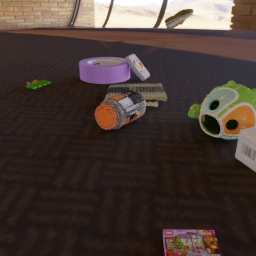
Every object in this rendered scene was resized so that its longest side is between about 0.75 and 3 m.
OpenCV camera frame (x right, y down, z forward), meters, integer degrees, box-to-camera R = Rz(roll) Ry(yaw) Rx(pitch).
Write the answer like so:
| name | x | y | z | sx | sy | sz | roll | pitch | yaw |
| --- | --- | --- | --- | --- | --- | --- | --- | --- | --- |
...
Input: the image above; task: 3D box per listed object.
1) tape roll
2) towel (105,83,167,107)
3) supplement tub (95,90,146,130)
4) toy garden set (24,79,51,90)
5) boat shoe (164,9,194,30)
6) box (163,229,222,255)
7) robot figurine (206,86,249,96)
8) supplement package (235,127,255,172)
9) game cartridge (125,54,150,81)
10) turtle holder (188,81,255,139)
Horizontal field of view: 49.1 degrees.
| name | x | y | z | sx | sy | sz | roll | pitch | yaw |
| --- | --- | --- | --- | --- | --- | --- | --- | --- | --- |
| tape roll | -1.360 | -3.451 | 16.519 | 2.962 | 0.972 | 2.962 | -1 | 24 | 0 |
| towel | 0.385 | -1.598 | 13.287 | 2.810 | 0.485 | 2.706 | -2 | 22 | 1 |
| supplement tub | -0.269 | -0.656 | 10.250 | 1.135 | 1.135 | 1.852 | 17 | 30 | 33 |
| toy garden set | -4.904 | -2.281 | 14.881 | 1.037 | 0.248 | 1.244 | 16 | 30 | 27 |
| boat shoe | 1.815 | -3.839 | 9.877 | 1.068 | 0.365 | 0.399 | -22 | 48 | 8 |
| box | 1.169 | 2.200 | 5.181 | 0.994 | 0.194 | 0.680 | 0 | 25 | 1 |
| robot figurine | 4.089 | -1.035 | 11.053 | 1.991 | 1.152 | 1.747 | 6 | 36 | 11 |
| supplement package | 4.061 | 0.511 | 7.948 | 1.623 | 0.952 | 0.948 | -10 | 26 | -20 |
| game cartridge | 0.554 | -3.501 | 16.126 | 0.339 | 1.657 | 1.103 | -35 | 6 | 36 |
| turtle holder | 3.148 | -0.598 | 9.343 | 1.689 | 1.807 | 2.378 | -29 | 51 | -21 |
